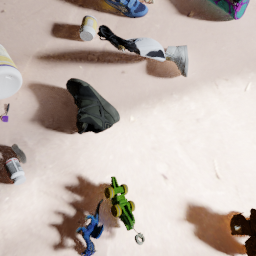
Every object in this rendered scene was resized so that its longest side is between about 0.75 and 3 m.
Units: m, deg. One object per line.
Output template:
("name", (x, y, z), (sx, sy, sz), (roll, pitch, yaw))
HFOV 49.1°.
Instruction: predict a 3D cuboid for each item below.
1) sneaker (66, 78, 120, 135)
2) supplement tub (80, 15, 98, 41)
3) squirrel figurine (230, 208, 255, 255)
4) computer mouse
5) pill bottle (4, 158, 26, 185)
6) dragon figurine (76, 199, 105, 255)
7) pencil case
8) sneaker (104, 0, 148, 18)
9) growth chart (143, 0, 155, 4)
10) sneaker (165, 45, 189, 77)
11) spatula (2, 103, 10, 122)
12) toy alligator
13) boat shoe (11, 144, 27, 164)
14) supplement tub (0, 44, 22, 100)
("sneaker", (-1.628, -0.744, 10.094), (2.524, 0.965, 1.446), (43, 64, 14))
("supplement tub", (-1.704, -4.286, 12.050), (0.684, 0.684, 0.941), (5, 63, 3))
("squirrel figurine", (3.720, 3.087, 8.180), (1.338, 1.014, 1.433), (-2, 60, 6))
("computer mouse", (0.404, -3.089, 10.309), (1.622, 0.649, 2.959), (37, 26, 33))
("pill bottle", (-3.726, 1.448, 9.255), (0.480, 0.480, 0.828), (-31, 66, -14))
("dragon figurine", (-0.982, 3.040, 8.444), (0.831, 0.492, 1.671), (30, 68, 15))
("pencil case", (4.258, -6.037, 12.677), (2.568, 1.093, 1.187), (45, 30, 21))
("sneaker", (-0.103, -5.707, 12.568), (2.204, 0.907, 0.815), (26, 73, 3))
("growth chart", (0.027, -6.588, 13.488), (2.380, 0.211, 1.723), (-3, 63, -1))
("sneaker", (1.940, -2.696, 11.332), (0.974, 0.621, 1.685), (1, 54, 3))
("spatula", (-4.544, -0.581, 10.511), (0.224, 0.081, 0.792), (0, 63, 0))
("toy alligator", (-0.163, 2.570, 8.652), (0.740, 0.536, 2.231), (-2, 57, -38))
("boat shoe", (-3.701, 0.890, 9.643), (0.300, 0.284, 0.792), (-32, 76, -11))
("supplement tub", (-5.123, -2.282, 10.547), (1.551, 1.551, 2.133), (-31, 67, -14))
